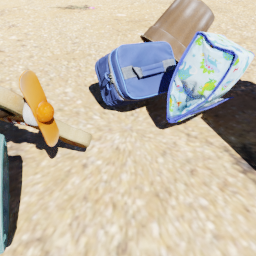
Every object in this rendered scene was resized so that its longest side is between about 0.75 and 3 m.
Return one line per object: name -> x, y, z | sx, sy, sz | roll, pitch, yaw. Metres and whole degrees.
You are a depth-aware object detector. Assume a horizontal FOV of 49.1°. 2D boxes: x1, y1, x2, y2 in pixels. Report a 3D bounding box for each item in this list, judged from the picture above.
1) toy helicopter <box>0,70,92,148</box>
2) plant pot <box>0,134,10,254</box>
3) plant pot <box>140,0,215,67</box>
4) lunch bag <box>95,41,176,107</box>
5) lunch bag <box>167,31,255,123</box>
toy helicopter -> -1.587, -0.205, 4.828 | 1.810, 2.737, 1.080 | -1, 69, 41
plant pot -> -2.867, 0.961, 3.712 | 2.366, 2.518, 2.518 | 0, 33, -21
plant pot -> 1.730, -3.284, 9.430 | 1.944, 1.924, 1.944 | 35, 8, -6
lunch bag -> 0.240, -1.435, 7.316 | 2.120, 1.440, 1.402 | -19, 4, -35
lunch bag -> 1.815, -1.067, 6.571 | 1.297, 2.036, 1.731 | 42, 32, 20
